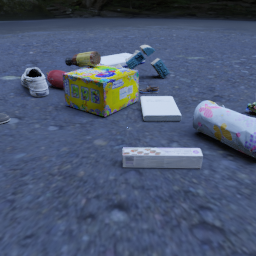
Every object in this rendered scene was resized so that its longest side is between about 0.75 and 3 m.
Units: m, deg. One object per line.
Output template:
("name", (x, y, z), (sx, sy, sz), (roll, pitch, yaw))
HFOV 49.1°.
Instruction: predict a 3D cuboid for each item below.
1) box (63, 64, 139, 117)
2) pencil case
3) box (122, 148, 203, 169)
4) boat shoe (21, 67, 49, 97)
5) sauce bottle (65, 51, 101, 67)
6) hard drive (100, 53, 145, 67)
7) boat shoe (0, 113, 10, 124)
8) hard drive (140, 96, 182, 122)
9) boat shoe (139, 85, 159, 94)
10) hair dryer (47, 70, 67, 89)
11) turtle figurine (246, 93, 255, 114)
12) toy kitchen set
("box", (-0.959, -1.457, 10.277), (1.936, 1.226, 2.010), (16, 30, 32))
("pencil case", (2.859, 0.002, 7.567), (1.048, 0.960, 2.310), (-17, 31, -30))
("box", (0.807, 0.720, 6.756), (1.900, 0.394, 0.368), (0, 26, 1))
("boat shoe", (-4.074, -2.156, 12.062), (0.993, 0.907, 2.760), (-10, 28, -20))
("sauce bottle", (-1.804, -2.678, 11.017), (1.667, 0.550, 0.550), (6, 24, 39))
("hard drive", (-0.697, -3.859, 16.188), (2.862, 0.363, 1.888), (-20, 33, -36))
("boat shoe", (-4.612, -0.371, 8.912), (1.583, 0.451, 0.529), (-3, 26, -6))
("hard drive", (1.099, -0.711, 9.847), (1.224, 0.244, 1.856), (0, 26, -1))
("boat shoe", (0.885, -1.617, 11.659), (0.819, 0.296, 0.296), (-2, 26, -3))
("hair dryer", (-2.586, -2.340, 12.653), (2.086, 0.744, 2.739), (-7, 28, -17))
("turtle figurine", (4.456, -0.741, 9.412), (0.780, 0.804, 0.579), (48, 9, 33))
("toy kitchen set", (0.658, -2.597, 13.292), (2.227, 1.784, 1.312), (-38, 27, 7))
